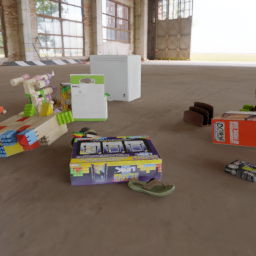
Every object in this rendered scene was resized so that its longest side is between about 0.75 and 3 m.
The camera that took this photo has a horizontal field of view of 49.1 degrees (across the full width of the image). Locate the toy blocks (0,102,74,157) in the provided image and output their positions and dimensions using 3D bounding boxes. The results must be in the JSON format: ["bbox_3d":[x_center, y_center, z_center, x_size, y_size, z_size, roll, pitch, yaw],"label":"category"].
[{"bbox_3d":[-3.363,0.198,8.856,2.778,1.388,1.899,-2,23,26],"label":"toy blocks"}]

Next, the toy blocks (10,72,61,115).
[{"bbox_3d":[-3.789,-1.484,12.859,2.182,2.039,1.837,5,23,28],"label":"toy blocks"}]

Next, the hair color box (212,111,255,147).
[{"bbox_3d":[4.470,0.017,9.190,2.931,0.937,1.625,3,14,41],"label":"hair color box"}]

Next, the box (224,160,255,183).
[{"bbox_3d":[3.079,1.114,7.356,0.669,0.185,0.835,-13,21,-38],"label":"box"}]

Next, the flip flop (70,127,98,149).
[{"bbox_3d":[-1.499,0.401,9.389,0.561,0.399,1.385,32,33,5],"label":"flip flop"}]

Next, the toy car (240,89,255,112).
[{"bbox_3d":[5.799,-1.340,11.270,2.180,2.654,2.094,9,19,28],"label":"toy car"}]

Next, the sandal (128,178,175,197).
[{"bbox_3d":[0.516,1.314,6.452,1.107,0.316,0.440,6,17,19],"label":"sandal"}]

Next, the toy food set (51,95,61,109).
[{"bbox_3d":[-3.622,-1.479,15.420,1.882,0.569,1.351,1,17,4],"label":"toy food set"}]

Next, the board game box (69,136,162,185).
[{"bbox_3d":[-0.371,0.811,7.614,2.243,0.636,1.854,-2,18,-6],"label":"board game box"}]

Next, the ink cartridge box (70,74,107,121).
[{"bbox_3d":[-1.715,-1.391,12.493,1.524,2.062,0.781,0,17,1],"label":"ink cartridge box"}]

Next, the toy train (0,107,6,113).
[{"bbox_3d":[-6.903,-0.836,13.237,1.583,0.586,2.107,1,16,5],"label":"toy train"}]

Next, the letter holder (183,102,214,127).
[{"bbox_3d":[3.019,-0.630,12.029,0.618,0.874,1.229,-8,19,-26],"label":"letter holder"}]

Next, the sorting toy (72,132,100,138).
[{"bbox_3d":[-1.004,0.407,8.963,1.759,0.298,0.848,12,-4,-25],"label":"sorting toy"}]

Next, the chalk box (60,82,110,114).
[{"bbox_3d":[-2.088,-1.473,13.874,2.382,1.475,1.482,-4,15,-16],"label":"chalk box"}]

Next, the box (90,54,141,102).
[{"bbox_3d":[-0.758,-3.157,17.297,2.689,2.703,1.767,8,18,25],"label":"box"}]
